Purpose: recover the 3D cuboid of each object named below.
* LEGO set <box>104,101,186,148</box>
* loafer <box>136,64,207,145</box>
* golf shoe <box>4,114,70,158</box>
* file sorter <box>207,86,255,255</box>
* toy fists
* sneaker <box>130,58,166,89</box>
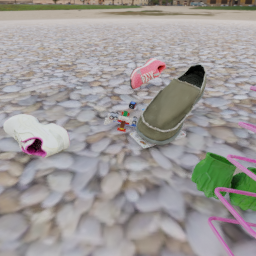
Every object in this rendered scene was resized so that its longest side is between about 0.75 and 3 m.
[{"bbox_3d":[0.328,-0.067,7.030,1.368,0.450,1.831,-14,41,-35],"label":"LEGO set"},{"bbox_3d":[1.107,-0.714,6.700,1.052,0.974,2.797,27,50,16],"label":"loafer"},{"bbox_3d":[-2.171,0.170,6.143,1.780,0.671,0.815,12,32,24],"label":"golf shoe"},{"bbox_3d":[1.843,0.600,3.139,1.222,1.948,1.354,13,11,-8],"label":"file sorter"},{"bbox_3d":[1.614,0.850,4.340,1.267,0.646,0.436,20,17,-3],"label":"toy fists"},{"bbox_3d":[0.724,-1.951,9.972,0.714,0.607,1.647,23,57,39],"label":"sneaker"}]
